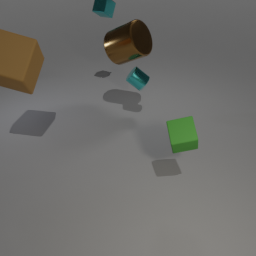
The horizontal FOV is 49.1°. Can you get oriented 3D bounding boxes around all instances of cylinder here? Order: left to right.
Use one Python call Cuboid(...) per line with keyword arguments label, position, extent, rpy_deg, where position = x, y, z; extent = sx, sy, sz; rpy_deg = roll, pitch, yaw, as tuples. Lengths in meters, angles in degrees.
Cuboid(label="cylinder", position=(0.011, -3.334, 10.989), extent=(1.400, 1.400, 1.400), rpy_deg=(-8, 22, 40))
Cuboid(label="cylinder", position=(0.392, -1.982, 11.246), extent=(0.700, 0.700, 0.700), rpy_deg=(35, 28, -17))

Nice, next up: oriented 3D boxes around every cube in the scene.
Cuboid(label="cube", position=(-3.639, -2.066, 8.877), extent=(1.400, 1.400, 1.400), rpy_deg=(15, -11, -4))
Cuboid(label="cube", position=(-1.088, -5.500, 12.743), extent=(0.700, 0.700, 0.700), rpy_deg=(19, 8, 29))
Cuboid(label="cube", position=(1.459, 0.192, 7.512), extent=(0.700, 0.700, 0.700), rpy_deg=(-12, 64, 8))
